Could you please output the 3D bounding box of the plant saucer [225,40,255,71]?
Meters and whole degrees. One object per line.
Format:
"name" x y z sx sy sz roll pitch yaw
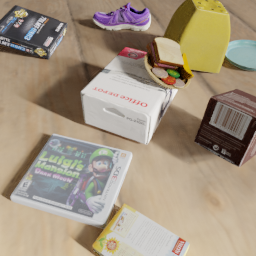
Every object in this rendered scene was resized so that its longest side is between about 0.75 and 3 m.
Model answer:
"plant saucer" 4.866 -2.855 11.122 2.167 0.297 2.167 0 45 0

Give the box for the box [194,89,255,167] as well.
"box" 2.844 -0.075 7.235 1.353 1.340 1.631 32 33 34

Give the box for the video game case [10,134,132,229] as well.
"video game case" -1.334 1.201 7.122 2.401 0.280 2.183 12 46 12

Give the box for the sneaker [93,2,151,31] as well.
"sneaker" -0.289 -5.193 12.854 2.675 1.116 1.078 2 45 3

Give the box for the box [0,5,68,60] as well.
"box" -4.033 -4.028 11.688 2.386 0.597 2.404 17 47 -4

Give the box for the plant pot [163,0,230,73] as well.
"plant pot" 2.598 -3.544 10.317 2.015 2.075 2.028 6 45 -10

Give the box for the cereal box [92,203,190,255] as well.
"cereal box" 0.269 2.484 5.814 1.675 0.331 1.205 26 51 24

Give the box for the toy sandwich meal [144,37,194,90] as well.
"toy sandwich meal" 1.215 -1.855 8.077 1.705 0.584 1.705 14 51 -18

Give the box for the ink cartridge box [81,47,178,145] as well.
"ink cartridge box" 0.207 -1.124 8.678 2.120 1.235 2.928 19 46 16
